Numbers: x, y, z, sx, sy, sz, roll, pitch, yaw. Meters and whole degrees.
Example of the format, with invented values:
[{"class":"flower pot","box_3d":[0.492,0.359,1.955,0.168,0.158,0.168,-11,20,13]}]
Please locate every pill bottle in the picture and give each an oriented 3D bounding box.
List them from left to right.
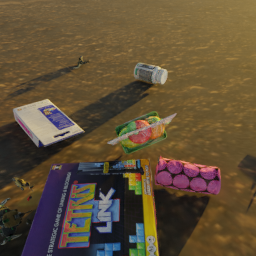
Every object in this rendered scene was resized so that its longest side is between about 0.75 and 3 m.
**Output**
[{"class":"pill bottle","box_3d":[0.931,-2.225,11.509,1.250,0.707,0.707,20,38,28]}]

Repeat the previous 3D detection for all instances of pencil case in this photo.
[{"class":"pencil case","box_3d":[1.368,1.080,6.449,1.479,0.671,0.693,11,48,10]}]

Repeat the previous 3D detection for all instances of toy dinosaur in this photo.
[{"class":"toy dinosaur","box_3d":[-2.170,-3.075,13.208,0.590,0.318,1.340,-10,32,12]}]

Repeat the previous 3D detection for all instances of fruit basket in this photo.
[{"class":"fruit basket","box_3d":[0.315,0.029,6.994,1.673,1.806,0.846,-23,79,1]}]

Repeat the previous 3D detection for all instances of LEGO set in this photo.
[{"class":"LEGO set","box_3d":[-2.311,1.672,5.592,0.382,0.875,1.348,-35,17,34]}]

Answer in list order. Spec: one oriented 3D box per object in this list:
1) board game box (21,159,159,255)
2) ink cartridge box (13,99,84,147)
[{"class":"board game box","box_3d":[-0.580,1.714,5.218,2.181,0.748,2.639,-2,34,1]},{"class":"ink cartridge box","box_3d":[-2.454,-0.109,8.489,1.209,0.473,2.553,-22,36,-31]}]
